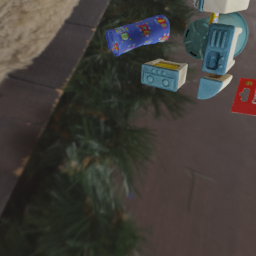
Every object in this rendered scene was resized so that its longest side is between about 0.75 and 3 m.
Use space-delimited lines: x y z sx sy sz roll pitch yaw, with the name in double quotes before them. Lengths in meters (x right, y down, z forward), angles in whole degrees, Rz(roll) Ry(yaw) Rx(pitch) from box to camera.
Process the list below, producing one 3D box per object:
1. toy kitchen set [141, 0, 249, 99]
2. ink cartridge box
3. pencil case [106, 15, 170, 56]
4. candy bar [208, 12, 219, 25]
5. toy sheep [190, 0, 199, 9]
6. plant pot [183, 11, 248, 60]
"toy kitchen set" 1.203 -1.917 5.952 1.987 2.481 1.461 20 32 29
"ink cartridge box" 2.329 -0.546 4.262 1.280 0.320 1.030 13 45 23
"pencil case" 0.308 -2.715 8.217 1.971 0.856 0.769 -24 93 -24
"candy bar" 1.872 -2.790 5.826 0.141 1.273 0.317 23 32 34
"toy sheep" 2.321 -4.102 8.680 0.859 0.859 1.245 -11 67 -6
"plant pot" 2.201 -2.365 7.290 1.284 1.311 1.311 -22 58 -39
